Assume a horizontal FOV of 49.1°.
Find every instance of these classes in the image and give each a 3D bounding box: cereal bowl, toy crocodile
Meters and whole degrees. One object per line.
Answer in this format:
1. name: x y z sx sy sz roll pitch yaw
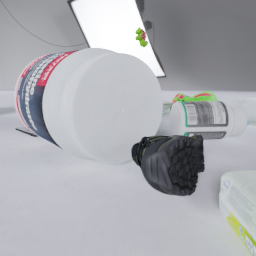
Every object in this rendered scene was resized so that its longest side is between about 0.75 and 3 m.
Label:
1. cereal bowl: 4.112 -0.510 8.650 1.967 0.819 1.967 1 10 0
2. toy crocodile: 0.399 -2.611 7.992 0.293 0.321 0.950 -26 39 24

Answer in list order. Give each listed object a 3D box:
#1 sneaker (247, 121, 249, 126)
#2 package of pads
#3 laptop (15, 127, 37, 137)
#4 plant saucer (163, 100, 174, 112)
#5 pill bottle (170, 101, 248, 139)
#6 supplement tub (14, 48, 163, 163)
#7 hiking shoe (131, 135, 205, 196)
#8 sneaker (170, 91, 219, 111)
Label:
1. sneaker: 2.699 -0.202 7.748 1.462 0.566 0.582 -4 19 -24
2. package of pads: 1.610 0.699 2.223 1.484 0.506 1.146 0 9 -2
3. laptop: -1.783 -0.436 7.376 1.766 1.093 1.886 -7 12 -40
4. plant saucer: 0.681 -0.788 11.148 2.231 0.560 2.231 1 9 0
5. pill bottle: 1.828 -0.177 6.433 1.563 0.884 0.884 0 9 -8
6. supplement tub: -0.842 -0.474 5.127 1.851 1.851 2.638 -7 13 -35
7. hiking shoe: 0.428 0.448 3.654 0.948 0.713 1.884 -5 -3 24
8. sneaker: 2.651 -0.862 11.326 1.044 0.956 2.492 30 -12 -31
